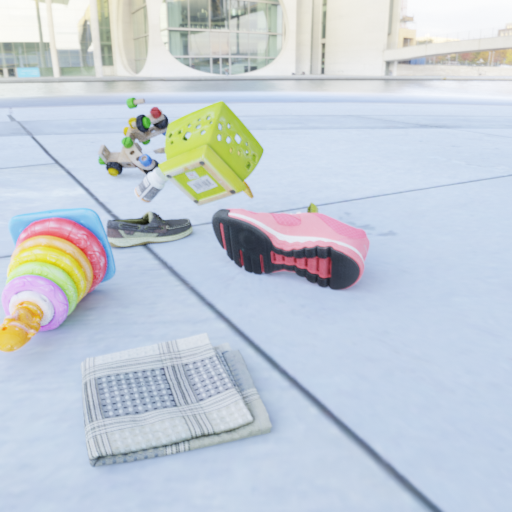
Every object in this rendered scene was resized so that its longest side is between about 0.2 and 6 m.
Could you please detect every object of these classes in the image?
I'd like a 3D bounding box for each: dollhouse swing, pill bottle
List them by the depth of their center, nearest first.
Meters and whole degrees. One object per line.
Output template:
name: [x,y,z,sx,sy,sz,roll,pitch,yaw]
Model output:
pill bottle: [-2.137,-1.448,11.497,0.731,0.426,0.426,-39,1,30]
dollhouse swing: [-0.260,-2.003,13.302,0.860,0.889,0.978,29,-11,18]

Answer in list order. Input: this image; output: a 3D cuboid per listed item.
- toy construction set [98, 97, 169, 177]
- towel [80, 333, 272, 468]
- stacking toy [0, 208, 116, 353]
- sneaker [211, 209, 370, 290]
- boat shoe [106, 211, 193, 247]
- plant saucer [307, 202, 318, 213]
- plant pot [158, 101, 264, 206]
toy construction set: [-3.776,-3.455,18.025,2.172,2.357,2.827,-5,-2,21]
towel: [-1.014,1.591,6.678,2.039,0.352,1.964,-6,22,-17]
stacking toy: [-3.205,0.522,8.395,1.581,1.495,2.724,-6,31,3]
sneaker: [0.645,-0.307,10.345,3.029,1.116,1.314,17,41,20]
boat shoe: [-2.271,-0.638,12.071,1.959,0.644,0.700,-12,24,-29]
plant saucer: [1.151,-0.675,11.391,0.172,0.717,0.718,1,-7,-2]
plant pot: [-0.946,-1.928,11.239,1.530,1.522,1.388,-13,48,35]
